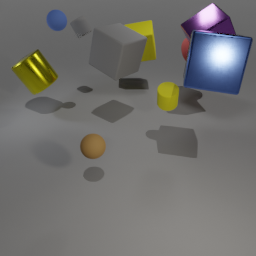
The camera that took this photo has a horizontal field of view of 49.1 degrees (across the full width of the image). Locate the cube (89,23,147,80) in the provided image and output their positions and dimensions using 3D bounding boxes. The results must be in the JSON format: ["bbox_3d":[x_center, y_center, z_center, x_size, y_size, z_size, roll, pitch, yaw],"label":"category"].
[{"bbox_3d":[-0.386,-2.808,10.211,1.400,1.400,1.400,35,42,22],"label":"cube"}]

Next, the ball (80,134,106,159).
[{"bbox_3d":[-0.957,0.500,7.661,0.700,0.700,0.700,0,30,0],"label":"ball"}]

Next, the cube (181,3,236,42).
[{"bbox_3d":[2.994,-3.364,10.247,1.400,1.400,1.400,-30,41,15],"label":"cube"}]

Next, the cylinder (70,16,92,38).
[{"bbox_3d":[-2.025,-4.359,12.095,0.700,0.700,0.700,-27,17,9],"label":"cylinder"}]

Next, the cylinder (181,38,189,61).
[{"bbox_3d":[3.344,-3.617,12.456,1.400,1.400,1.400,-20,4,-30],"label":"cylinder"}]

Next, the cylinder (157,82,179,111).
[{"bbox_3d":[1.320,-1.047,9.305,0.700,0.700,0.700,-2,53,3],"label":"cylinder"}]

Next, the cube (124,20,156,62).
[{"bbox_3d":[0.584,-4.214,13.737,1.400,1.400,1.400,-6,46,10],"label":"cube"}]

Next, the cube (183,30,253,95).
[{"bbox_3d":[2.295,-1.807,7.485,1.400,1.400,1.400,10,22,8],"label":"cube"}]

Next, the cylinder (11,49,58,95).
[{"bbox_3d":[-3.934,-2.372,11.895,1.400,1.400,1.400,-27,28,15],"label":"cylinder"}]

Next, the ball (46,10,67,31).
[{"bbox_3d":[-2.472,-3.737,9.730,0.700,0.700,0.700,0,30,0],"label":"ball"}]
